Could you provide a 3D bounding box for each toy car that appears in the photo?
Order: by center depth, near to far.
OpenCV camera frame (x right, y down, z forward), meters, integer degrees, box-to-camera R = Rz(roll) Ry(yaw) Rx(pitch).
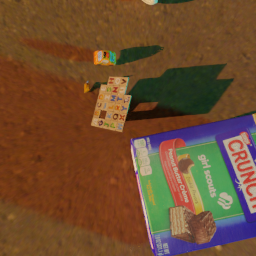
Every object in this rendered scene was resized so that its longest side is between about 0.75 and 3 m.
[{"bbox_3d":[-0.698,-1.508,7.448,0.649,0.441,1.324,18,82,-15],"label":"toy car"}]

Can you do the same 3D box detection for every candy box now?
[{"bbox_3d":[1.758,1.248,6.274,2.986,1.150,2.524,-11,74,-4],"label":"candy box"}]

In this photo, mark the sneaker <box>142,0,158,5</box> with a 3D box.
[{"bbox_3d":[0.438,-4.725,8.115,1.020,0.905,2.413,-28,79,-6],"label":"sneaker"}]

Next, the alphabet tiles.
[{"bbox_3d":[-0.378,-0.619,6.864,1.097,0.050,1.312,11,86,41],"label":"alphabet tiles"}]
